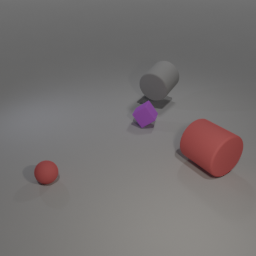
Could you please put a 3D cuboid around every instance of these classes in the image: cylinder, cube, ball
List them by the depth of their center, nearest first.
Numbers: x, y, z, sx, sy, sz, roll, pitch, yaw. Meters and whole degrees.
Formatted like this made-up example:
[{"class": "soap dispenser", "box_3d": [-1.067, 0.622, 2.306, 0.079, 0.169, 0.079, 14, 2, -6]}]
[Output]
[{"class": "ball", "box_3d": [-2.443, 1.321, 8.382, 0.700, 0.700, 0.700, 0, 29, 0]}, {"class": "cylinder", "box_3d": [2.617, 0.594, 8.865, 1.400, 1.400, 1.400, -17, 33, -28]}, {"class": "cube", "box_3d": [0.709, -0.567, 11.465, 0.700, 0.700, 0.700, -30, 15, 26]}, {"class": "cylinder", "box_3d": [1.465, -2.186, 12.965, 1.400, 1.400, 1.400, 17, 43, 27]}]
